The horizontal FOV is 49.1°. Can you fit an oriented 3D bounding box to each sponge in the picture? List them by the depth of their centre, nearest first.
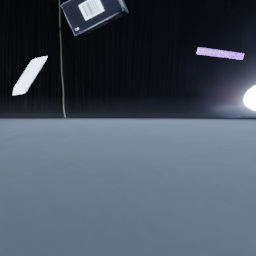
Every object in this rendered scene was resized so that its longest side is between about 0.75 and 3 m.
[{"bbox_3d":[1.620,-1.322,4.965,0.775,0.116,0.432,11,19,8],"label":"sponge"}]

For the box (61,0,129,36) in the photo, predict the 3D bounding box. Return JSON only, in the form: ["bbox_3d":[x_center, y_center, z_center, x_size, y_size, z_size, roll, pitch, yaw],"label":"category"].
[{"bbox_3d":[-0.984,-3.773,8.900,1.669,0.997,1.698,-22,16,13],"label":"box"}]

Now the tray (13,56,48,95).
[{"bbox_3d":[-3.221,-1.740,9.089,0.821,1.530,0.170,-1,-33,43],"label":"tray"}]
